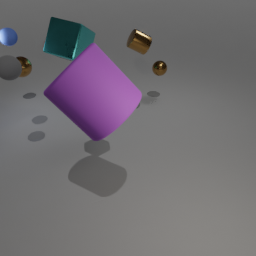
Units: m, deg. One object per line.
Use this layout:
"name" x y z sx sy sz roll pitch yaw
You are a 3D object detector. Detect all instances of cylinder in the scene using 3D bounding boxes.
"cylinder" -0.687 -0.697 5.595 1.400 1.400 1.400 -41 16 15
"cylinder" 0.409 -3.154 10.269 0.700 0.700 0.700 20 25 -22

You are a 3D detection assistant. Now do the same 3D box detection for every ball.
"ball" -4.788 -3.647 11.206 0.700 0.700 0.700 0 31 0
"ball" 1.468 -2.769 12.975 0.700 0.700 0.700 0 31 0
"ball" -3.626 -2.073 9.507 0.700 0.700 0.700 0 31 0
"ball" -3.355 -1.688 7.873 0.700 0.700 0.700 0 31 0

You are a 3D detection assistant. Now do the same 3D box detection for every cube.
"cube" -2.368 -3.519 11.466 1.400 1.400 1.400 18 9 14
